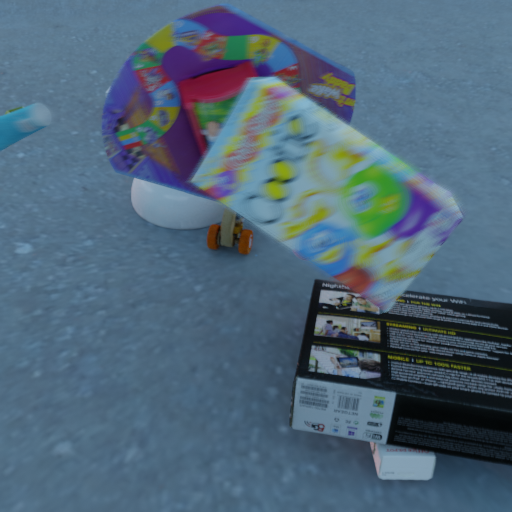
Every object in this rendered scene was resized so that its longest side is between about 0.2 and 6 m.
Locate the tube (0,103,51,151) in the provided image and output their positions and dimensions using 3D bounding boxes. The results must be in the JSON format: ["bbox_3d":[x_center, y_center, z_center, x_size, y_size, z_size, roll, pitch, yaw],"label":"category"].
[{"bbox_3d":[-3.686,-1.960,8.522,1.358,0.526,0.342,-9,14,32],"label":"tube"}]

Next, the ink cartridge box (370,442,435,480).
[{"bbox_3d":[1.876,2.422,7.364,0.700,0.404,0.959,0,27,-1],"label":"ink cartridge box"}]

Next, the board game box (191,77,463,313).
[{"bbox_3d":[0.854,-0.818,6.779,2.716,1.425,1.399,34,22,1],"label":"board game box"}]

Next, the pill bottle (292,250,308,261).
[{"bbox_3d":[0.799,-0.244,8.205,0.524,0.946,0.524,0,82,0],"label":"pill bottle"}]

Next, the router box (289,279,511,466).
[{"bbox_3d":[2.390,1.484,7.772,3.539,0.904,2.640,8,27,8],"label":"router box"}]

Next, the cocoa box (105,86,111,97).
[{"bbox_3d":[-3.358,-4.172,14.767,0.778,0.790,1.185,5,41,6],"label":"cocoa box"}]

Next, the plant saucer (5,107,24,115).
[{"bbox_3d":[-6.297,-3.767,14.810,0.571,0.137,0.572,-27,48,-28],"label":"plant saucer"}]

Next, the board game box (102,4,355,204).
[{"bbox_3d":[-0.207,-1.658,7.957,3.736,2.952,0.727,13,44,-36],"label":"board game box"}]

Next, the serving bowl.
[{"bbox_3d":[-1.439,-1.627,11.844,2.480,0.816,2.480,0,40,0],"label":"serving bowl"}]

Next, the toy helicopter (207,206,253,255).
[{"bbox_3d":[-0.335,-1.068,10.792,0.799,1.340,2.026,9,42,10],"label":"toy helicopter"}]
